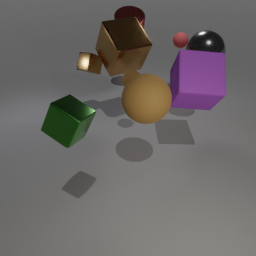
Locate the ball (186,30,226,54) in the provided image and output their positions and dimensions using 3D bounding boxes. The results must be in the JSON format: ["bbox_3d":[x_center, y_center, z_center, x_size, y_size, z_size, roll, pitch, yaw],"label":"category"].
[{"bbox_3d":[2.799,-2.799,10.154,1.400,1.400,1.400,0,31,0],"label":"ball"}]

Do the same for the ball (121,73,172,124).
[{"bbox_3d":[0.513,-0.812,7.824,1.400,1.400,1.400,0,31,0],"label":"ball"}]

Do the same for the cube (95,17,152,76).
[{"bbox_3d":[-0.197,-2.967,10.236,1.400,1.400,1.400,-19,70,-25],"label":"cube"}]

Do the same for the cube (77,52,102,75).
[{"bbox_3d":[-1.510,-2.571,11.146,0.700,0.700,0.700,16,8,39],"label":"cube"}]

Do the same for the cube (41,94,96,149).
[{"bbox_3d":[-1.198,-0.145,5.677,0.700,0.700,0.700,33,29,7],"label":"cube"}]

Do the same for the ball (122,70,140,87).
[{"bbox_3d":[0.145,-1.655,9.695,0.700,0.700,0.700,0,31,0],"label":"ball"}]

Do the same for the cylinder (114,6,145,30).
[{"bbox_3d":[0.060,-4.670,13.066,1.400,1.400,1.400,1,59,-1],"label":"cylinder"}]

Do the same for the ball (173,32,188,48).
[{"bbox_3d":[2.429,-4.051,12.929,0.700,0.700,0.700,0,31,0],"label":"ball"}]

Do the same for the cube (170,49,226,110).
[{"bbox_3d":[2.153,-1.472,8.881,1.400,1.400,1.400,4,75,-2],"label":"cube"}]
